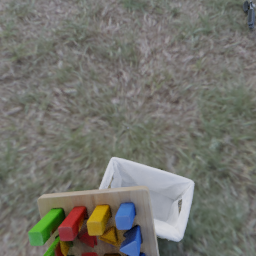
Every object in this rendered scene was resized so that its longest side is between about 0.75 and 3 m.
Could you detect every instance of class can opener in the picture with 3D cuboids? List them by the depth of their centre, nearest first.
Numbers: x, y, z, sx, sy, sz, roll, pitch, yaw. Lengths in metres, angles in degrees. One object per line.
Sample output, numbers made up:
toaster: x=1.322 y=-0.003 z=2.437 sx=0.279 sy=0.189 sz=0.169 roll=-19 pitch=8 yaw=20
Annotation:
can opener: x=4.522 y=-4.237 z=10.422 sx=0.409 sy=0.324 sz=1.230 roll=-9 pitch=59 yaw=35

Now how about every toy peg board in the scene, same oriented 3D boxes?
toy peg board: x=-0.698 y=2.721 z=5.841 sx=2.529 sy=1.242 sz=2.539 roll=-7 pitch=100 yaw=12

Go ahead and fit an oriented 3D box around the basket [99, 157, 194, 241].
basket: x=0.385 y=1.846 z=7.101 sx=2.160 sy=1.333 sz=1.464 roll=17 pitch=67 yaw=6
